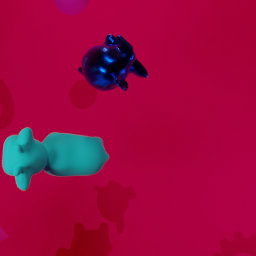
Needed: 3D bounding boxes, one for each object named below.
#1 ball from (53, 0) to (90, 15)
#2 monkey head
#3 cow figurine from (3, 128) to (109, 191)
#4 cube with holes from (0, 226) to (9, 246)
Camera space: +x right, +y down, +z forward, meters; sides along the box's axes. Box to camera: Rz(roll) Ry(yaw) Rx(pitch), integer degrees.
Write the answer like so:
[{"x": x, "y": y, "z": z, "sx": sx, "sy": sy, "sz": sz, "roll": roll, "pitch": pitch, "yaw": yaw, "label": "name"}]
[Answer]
[{"x": -1.189, "y": -2.782, "z": 5.868, "sx": 0.787, "sy": 0.787, "sz": 0.787, "roll": 0, "pitch": 75, "yaw": 0, "label": "ball"}, {"x": -0.194, "y": -0.853, "z": 4.174, "sx": 0.800, "sy": 0.955, "sz": 1.328, "roll": -56, "pitch": 38, "yaw": -4, "label": "monkey head"}, {"x": -0.967, "y": 0.395, "z": 3.936, "sx": 1.407, "sy": 1.384, "sz": 0.772, "roll": 3, "pitch": 90, "yaw": -5, "label": "cow figurine"}, {"x": -2.290, "y": 1.467, "z": 3.606, "sx": 0.880, "sy": 0.880, "sz": 0.880, "roll": -43, "pitch": 85, "yaw": -15, "label": "cube with holes"}]
